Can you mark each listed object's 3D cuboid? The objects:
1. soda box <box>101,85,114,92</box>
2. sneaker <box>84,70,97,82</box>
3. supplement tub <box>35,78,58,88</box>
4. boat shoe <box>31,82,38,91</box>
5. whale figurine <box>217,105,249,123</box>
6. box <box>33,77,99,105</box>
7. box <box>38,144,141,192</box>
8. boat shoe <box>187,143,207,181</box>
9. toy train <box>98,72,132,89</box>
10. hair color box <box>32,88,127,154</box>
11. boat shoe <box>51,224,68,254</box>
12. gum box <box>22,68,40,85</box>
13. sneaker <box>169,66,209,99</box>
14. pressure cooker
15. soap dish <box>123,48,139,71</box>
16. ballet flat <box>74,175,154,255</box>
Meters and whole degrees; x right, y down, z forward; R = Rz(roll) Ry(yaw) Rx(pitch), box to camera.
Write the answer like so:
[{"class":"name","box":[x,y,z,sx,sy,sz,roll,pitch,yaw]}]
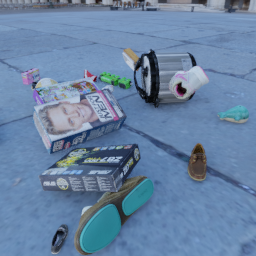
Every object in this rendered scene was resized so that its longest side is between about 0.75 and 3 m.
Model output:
[{"class":"soda box","box":[-0.893,-1.499,11.441,0.251,0.269,0.790,-7,-8,-34]},{"class":"sneaker","box":[-2.109,-2.880,15.772,0.711,0.482,1.230,3,40,-12]},{"class":"supplement tub","box":[-3.509,-1.528,12.473,1.148,1.148,1.587,-10,30,-18]},{"class":"boat shoe","box":[-4.235,-2.154,14.346,1.434,0.446,0.535,1,27,-1]},{"class":"whale figurine","box":[4.259,-0.588,11.294,1.193,0.619,0.949,1,29,1]},{"class":"box","box":[-2.196,-1.067,11.334,2.654,0.519,1.816,-20,63,-39]},{"class":"box","box":[-0.979,1.067,7.645,2.231,0.548,1.798,-5,20,25]},{"class":"boat shoe","box":[2.112,0.998,8.509,0.553,0.519,1.536,6,29,10]},{"class":"toy train","box":[-0.738,-2.570,15.127,2.259,0.471,0.637,23,46,35]},{"class":"hair color box","box":[-1.662,-0.329,9.913,2.934,0.888,1.467,-20,66,-32]},{"class":"boat shoe","box":[-1.515,2.412,6.240,0.263,0.224,0.786,3,29,5]},{"class":"gum box","box":[-5.323,-2.872,15.456,0.361,0.620,1.093,11,31,19]},{"class":"sneaker","box":[1.715,-1.370,9.016,0.857,0.790,1.942,-39,5,-13]},{"class":"pressure cooker","box":[1.558,-2.298,12.625,2.618,2.339,2.303,-4,32,-9]},{"class":"soap dish","box":[0.206,-3.317,13.625,0.462,1.138,0.895,-41,78,-2]},{"class":"ballet flat","box":[-0.454,1.914,6.625,0.984,0.922,2.720,-3,21,39]}]
